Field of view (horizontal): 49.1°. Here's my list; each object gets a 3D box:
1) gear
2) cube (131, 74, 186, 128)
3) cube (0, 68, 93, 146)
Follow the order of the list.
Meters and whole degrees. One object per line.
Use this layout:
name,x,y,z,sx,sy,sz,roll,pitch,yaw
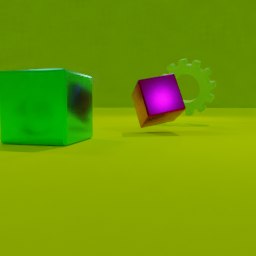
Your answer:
gear,2.049,-1.409,9.810,1.934,1.934,0.358,2,21,29
cube,0.675,-0.613,6.509,0.889,0.889,0.889,-12,-14,-12
cube,-1.385,-0.363,4.962,1.193,1.193,1.193,1,5,14
